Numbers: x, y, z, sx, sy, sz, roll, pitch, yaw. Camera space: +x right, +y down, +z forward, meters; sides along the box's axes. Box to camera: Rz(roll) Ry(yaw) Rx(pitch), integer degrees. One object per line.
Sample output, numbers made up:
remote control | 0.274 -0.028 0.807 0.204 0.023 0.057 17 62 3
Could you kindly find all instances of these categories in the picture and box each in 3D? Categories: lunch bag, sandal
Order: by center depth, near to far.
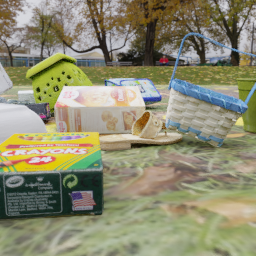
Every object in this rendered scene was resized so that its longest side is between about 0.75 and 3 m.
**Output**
sandal | 0.470 -0.021 7.928 2.813 0.925 1.031 -7 13 -30
lunch bag | 0.222 -1.963 16.187 2.361 1.769 2.776 -9 25 -33

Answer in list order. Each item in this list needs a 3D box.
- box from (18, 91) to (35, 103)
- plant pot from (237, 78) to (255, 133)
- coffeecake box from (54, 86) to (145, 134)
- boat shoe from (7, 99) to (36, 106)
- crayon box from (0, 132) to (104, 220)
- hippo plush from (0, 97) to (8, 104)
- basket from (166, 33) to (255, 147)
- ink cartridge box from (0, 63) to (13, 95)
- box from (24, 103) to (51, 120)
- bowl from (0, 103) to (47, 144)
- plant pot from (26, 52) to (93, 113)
box | -5.314 -1.391 14.694 0.804 1.026 1.650 -4 12 -19
plant pot | 4.632 -0.770 9.517 1.865 1.796 1.865 -1 11 0
coffeecake box | -0.953 -0.697 9.901 2.850 1.041 2.188 -1 26 -4
boat shoe | -4.812 -0.894 12.712 0.713 0.840 2.307 -3 6 7
crayon box | -1.418 0.622 5.164 1.845 0.738 2.906 -2 11 -8
hippo plush | -4.931 -0.344 10.092 1.177 1.166 1.464 -23 12 15
basket | 2.180 -1.017 7.718 2.320 2.631 1.830 23 22 4
ink cartridge box | -5.501 -1.601 9.597 2.348 1.721 0.975 -22 20 10
box | -3.640 -0.659 11.395 0.787 0.682 1.287 -6 7 -7
bowl | -4.047 -0.033 7.669 2.942 1.099 2.946 8 15 38
plant pot | -3.291 -2.199 13.538 2.395 2.185 2.407 -27 5 10
